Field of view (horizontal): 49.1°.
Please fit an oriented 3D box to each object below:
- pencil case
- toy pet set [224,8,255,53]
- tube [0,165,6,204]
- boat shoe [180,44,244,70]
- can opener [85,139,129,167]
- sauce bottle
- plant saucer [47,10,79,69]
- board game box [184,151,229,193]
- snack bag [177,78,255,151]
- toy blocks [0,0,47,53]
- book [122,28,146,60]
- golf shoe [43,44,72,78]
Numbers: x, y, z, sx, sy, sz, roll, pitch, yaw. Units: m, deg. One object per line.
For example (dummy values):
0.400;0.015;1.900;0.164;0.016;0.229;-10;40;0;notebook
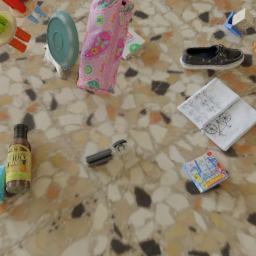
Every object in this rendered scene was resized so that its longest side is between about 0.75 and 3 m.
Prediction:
-0.655;-2.418;8.088;1.236;1.236;2.828;16;100;9;pencil case
4.846;-3.893;11.476;1.709;0.972;1.831;27;63;-25;toy pet set
-4.017;1.726;8.633;0.479;0.312;1.236;-9;58;-12;tube
3.283;-2.820;10.722;2.505;0.830;0.876;-1;62;-1;boat shoe
-0.668;0.836;9.100;1.489;0.392;0.495;-22;29;-13;can opener
-3.424;0.908;8.826;0.715;0.715;2.209;-9;62;-5;sauce bottle
-1.787;-2.317;7.422;0.205;1.495;1.495;-18;60;-38;plant saucer
2.451;1.378;8.805;0.986;0.276;0.965;-26;65;-13;board game box
3.255;-0.530;9.841;2.163;0.246;2.294;-35;68;-18;snack bag
-3.348;-3.279;8.023;1.047;2.883;2.403;-11;79;19;toy blocks
-0.245;-3.621;11.453;1.104;0.397;1.653;-40;71;-16;book
-2.759;-2.588;10.788;0.966;0.778;1.987;-21;57;9;golf shoe
